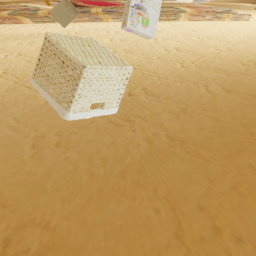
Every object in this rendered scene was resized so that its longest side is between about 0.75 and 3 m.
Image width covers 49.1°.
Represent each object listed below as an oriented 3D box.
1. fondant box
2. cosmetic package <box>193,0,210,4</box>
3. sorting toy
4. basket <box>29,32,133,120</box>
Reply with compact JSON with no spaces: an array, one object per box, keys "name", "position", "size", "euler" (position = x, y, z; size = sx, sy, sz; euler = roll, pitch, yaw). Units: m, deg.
[{"name":"fondant box","position":[0.426,-3.489,8.307],"size":[1.023,1.418,0.413],"euler":[11,-2,-31]},{"name":"cosmetic package","position":[2.239,-4.366,8.669],"size":[0.473,0.879,0.373],"euler":[0,16,27]},{"name":"sorting toy","position":[-2.124,-3.778,8.908],"size":[0.721,0.968,0.130],"euler":[-45,17,-3]},{"name":"basket","position":[-0.601,-0.683,3.687],"size":[0.941,0.757,0.933],"euler":[43,33,27]}]
